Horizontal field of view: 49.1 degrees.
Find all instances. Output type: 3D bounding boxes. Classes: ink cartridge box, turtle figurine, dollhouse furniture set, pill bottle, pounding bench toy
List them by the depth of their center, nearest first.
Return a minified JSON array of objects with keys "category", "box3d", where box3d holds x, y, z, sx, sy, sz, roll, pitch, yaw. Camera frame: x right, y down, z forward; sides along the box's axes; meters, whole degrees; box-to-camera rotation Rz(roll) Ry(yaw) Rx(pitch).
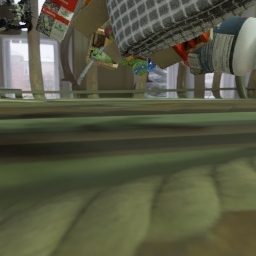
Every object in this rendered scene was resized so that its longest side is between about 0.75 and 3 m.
[{"category":"dollhouse furniture set","box3d":[0.480,-2.757,6.270,2.815,2.846,1.466,36,-41,-29]},{"category":"turtle figurine","box3d":[-0.326,-2.559,7.668,2.351,2.280,1.692,-7,-27,-25]},{"category":"pill bottle","box3d":[2.899,-2.331,7.924,2.634,1.575,1.575,20,18,33]},{"category":"ink cartridge box","box3d":[-2.270,-3.544,8.832,0.932,0.430,1.710,25,-30,-17]},{"category":"pounding bench toy","box3d":[-0.806,-3.676,11.421,1.281,1.609,2.062,14,39,-6]}]

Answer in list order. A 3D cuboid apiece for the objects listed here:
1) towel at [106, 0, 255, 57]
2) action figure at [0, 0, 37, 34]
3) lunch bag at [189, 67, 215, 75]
[{"category":"towel","box3d":[0.716,-2.500,3.899,2.742,2.270,1.173,-17,-4,43]},{"category":"action figure","box3d":[-3.562,-3.534,8.398,1.175,1.369,2.303,9,23,1]},{"category":"lunch bag","box3d":[2.671,-2.502,10.282,0.930,0.773,1.109,-2,-36,22]}]
